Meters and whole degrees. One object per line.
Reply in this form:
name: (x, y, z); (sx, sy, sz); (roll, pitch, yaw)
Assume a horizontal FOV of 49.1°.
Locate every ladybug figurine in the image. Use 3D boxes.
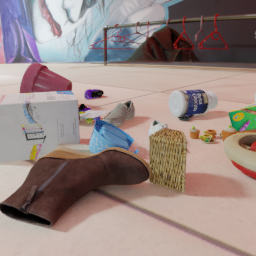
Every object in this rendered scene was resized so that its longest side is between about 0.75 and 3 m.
ladybug figurine: (3.309, 0.749, 6.620); (1.490, 0.790, 2.195); (-22, 27, -31)

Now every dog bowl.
dog bowl: (-0.447, 0.395, 7.504); (1.250, 0.556, 2.242); (28, 8, -10)

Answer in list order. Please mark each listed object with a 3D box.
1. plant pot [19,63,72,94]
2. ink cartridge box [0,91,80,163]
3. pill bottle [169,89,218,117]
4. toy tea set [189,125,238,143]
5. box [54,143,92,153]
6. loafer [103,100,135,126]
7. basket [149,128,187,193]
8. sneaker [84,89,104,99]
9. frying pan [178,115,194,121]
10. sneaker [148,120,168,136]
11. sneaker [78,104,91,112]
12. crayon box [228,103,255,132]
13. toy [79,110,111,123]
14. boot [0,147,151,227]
plant pot: (-3.845, -1.881, 13.578); (1.940, 2.167, 2.167); (16, 18, 2)
ink cartridge box: (-2.639, -0.125, 8.173); (2.259, 1.634, 1.663); (-5, 18, -15)
pill bottle: (2.922, -1.137, 12.389); (2.032, 1.129, 1.129); (-8, 19, -25)
toy tea set: (2.813, 0.116, 9.215); (1.559, 0.577, 0.927); (-1, 17, -2)
box: (-1.222, 0.726, 7.313); (1.317, 0.541, 0.450); (4, 16, 9)
loafer: (-0.361, -0.607, 11.220); (0.785, 0.784, 2.246); (7, 18, 21)
basket: (1.061, 0.675, 6.286); (0.918, 1.232, 0.879); (10, 19, 35)
sneaker: (-1.913, -2.007, 16.251); (0.751, 0.525, 1.509); (9, 19, 25)
frying pan: (2.416, -0.436, 11.784); (0.526, 0.142, 0.870); (9, 17, 24)
sneaker: (1.078, 0.195, 8.839); (0.665, 0.644, 1.820); (-6, 18, -19)
sneaker: (-1.971, -0.886, 12.676); (0.329, 0.471, 0.947); (7, 19, 22)
crayon box: (5.114, -0.600, 10.290); (2.718, 0.792, 1.614); (-16, 1, -42)
toy: (-1.482, -0.448, 11.390); (0.919, 0.377, 1.596); (-26, 23, -37)
boot: (-0.948, 1.223, 5.646); (2.519, 0.911, 2.095); (7, 30, 17)
